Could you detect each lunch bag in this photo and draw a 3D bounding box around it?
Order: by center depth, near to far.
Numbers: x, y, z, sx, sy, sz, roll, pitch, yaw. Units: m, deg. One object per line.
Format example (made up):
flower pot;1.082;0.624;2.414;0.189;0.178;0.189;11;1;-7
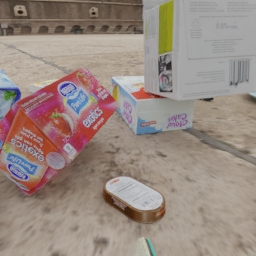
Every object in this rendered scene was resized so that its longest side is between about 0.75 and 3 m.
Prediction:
lunch bag;-4.199;-0.506;6.638;2.770;1.765;2.355;-3;20;-34

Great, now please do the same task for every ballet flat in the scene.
ballet flat;0.207;1.747;2.700;0.529;0.573;1.698;-15;24;-9

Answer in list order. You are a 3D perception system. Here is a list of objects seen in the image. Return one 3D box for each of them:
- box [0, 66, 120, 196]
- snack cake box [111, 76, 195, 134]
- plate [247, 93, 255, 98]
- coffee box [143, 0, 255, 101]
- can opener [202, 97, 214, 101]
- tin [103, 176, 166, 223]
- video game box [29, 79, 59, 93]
box;-1.326;-0.105;5.481;1.294;1.239;2.595;-39;9;28
snack cake box;0.595;-0.844;8.506;1.648;0.963;2.866;-4;23;-15
plate;5.593;-1.150;10.121;2.634;0.337;2.634;1;23;0
coffee box;1.631;-1.850;6.690;2.030;2.033;2.010;-6;15;-17
can opener;2.712;-1.147;10.298;0.858;0.337;0.272;17;66;42
tin;0.089;1.135;4.629;0.669;0.250;1.196;-16;26;-43
video game box;-2.896;-1.603;11.209;1.553;0.363;1.414;16;25;35
